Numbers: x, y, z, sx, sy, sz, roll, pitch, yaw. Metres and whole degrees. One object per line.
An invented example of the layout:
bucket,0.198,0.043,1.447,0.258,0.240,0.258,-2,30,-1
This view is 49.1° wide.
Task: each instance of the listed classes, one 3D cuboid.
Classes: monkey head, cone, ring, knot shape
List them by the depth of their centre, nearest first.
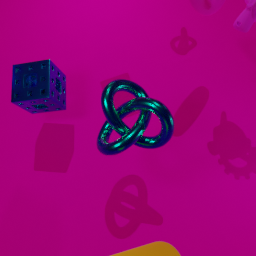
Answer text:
cone,-0.001,2.070,4.034,1.184,1.179,1.179,35,64,-29
knot shape,0.026,-0.287,5.769,1.691,0.781,1.582,-16,75,11
monkey head,2.942,-2.504,6.048,1.204,1.009,1.674,-56,40,20
ring,1.897,-3.593,6.352,0.390,1.949,1.949,20,65,36

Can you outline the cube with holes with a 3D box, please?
cube with holes,-2.208,-1.004,7.059,0.977,0.977,0.977,-6,75,10
